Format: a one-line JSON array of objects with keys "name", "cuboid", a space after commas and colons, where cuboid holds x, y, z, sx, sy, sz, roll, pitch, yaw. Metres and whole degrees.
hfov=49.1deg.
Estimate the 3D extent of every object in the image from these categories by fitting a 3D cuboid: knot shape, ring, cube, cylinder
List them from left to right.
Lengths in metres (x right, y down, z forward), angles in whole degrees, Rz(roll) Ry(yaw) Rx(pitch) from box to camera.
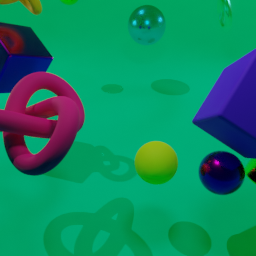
[{"name": "knot shape", "cuboid": [-2.439, -2.988, 5.797, 1.351, 1.444, 0.667, 6, 76, -20]}, {"name": "cube", "cuboid": [-2.689, -1.611, 6.523, 1.145, 1.145, 1.145, 52, 33, 17]}, {"name": "knot shape", "cuboid": [-1.502, -0.233, 4.733, 2.047, 0.946, 1.915, 16, 38, 19]}, {"name": "ring", "cuboid": [3.187, -3.781, 9.255, 0.233, 1.164, 1.164, -12, 33, 9]}, {"name": "cube", "cuboid": [1.868, -0.292, 4.204, 1.138, 1.138, 1.138, 33, -6, -2]}, {"name": "cylinder", "cuboid": [2.674, 0.592, 4.650, 1.052, 1.052, 1.052, 27, 14, -7]}]

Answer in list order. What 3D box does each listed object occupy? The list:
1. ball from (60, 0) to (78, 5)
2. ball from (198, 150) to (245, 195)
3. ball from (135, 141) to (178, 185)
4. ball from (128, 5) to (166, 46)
[{"name": "ball", "cuboid": [-2.045, -4.656, 9.624, 0.798, 0.798, 0.798, 0, 35, 0]}, {"name": "ball", "cuboid": [1.547, 0.741, 4.650, 0.736, 0.736, 0.736, 0, 35, 0]}, {"name": "ball", "cuboid": [0.493, 0.607, 4.895, 0.754, 0.754, 0.754, 0, 35, 0]}, {"name": "ball", "cuboid": [0.677, -3.705, 10.136, 1.382, 1.382, 1.382, 0, 35, 0]}]
